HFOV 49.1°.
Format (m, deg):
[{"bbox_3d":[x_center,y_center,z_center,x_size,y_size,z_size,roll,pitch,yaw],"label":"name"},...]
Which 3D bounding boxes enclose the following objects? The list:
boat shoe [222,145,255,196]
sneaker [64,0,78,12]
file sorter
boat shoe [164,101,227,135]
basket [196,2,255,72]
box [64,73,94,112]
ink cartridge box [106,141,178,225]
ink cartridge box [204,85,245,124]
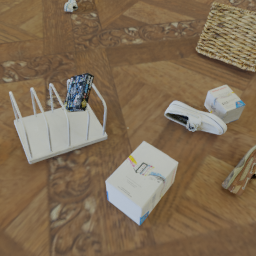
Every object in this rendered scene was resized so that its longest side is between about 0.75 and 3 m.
[{"bbox_3d":[3.255,1.125,7.555,0.623,0.658,1.737,39,71,22],"label":"boat shoe"},{"bbox_3d":[-2.527,-5.701,12.962,0.503,0.435,1.160,18,57,-2],"label":"sneaker"},{"bbox_3d":[-1.920,-0.360,7.939,2.335,1.454,1.620,-18,55,-24],"label":"file sorter"},{"bbox_3d":[2.011,-0.181,8.552,1.910,0.703,0.624,25,58,31],"label":"boat shoe"},{"bbox_3d":[4.253,-3.410,10.728,2.595,1.933,1.852,27,23,27],"label":"basket"},{"bbox_3d":[-1.298,-0.910,7.293,0.775,0.224,0.975,-1,73,45],"label":"box"},{"bbox_3d":[0.357,1.352,7.024,1.095,1.115,1.514,33,58,23],"label":"ink cartridge box"},{"bbox_3d":[3.034,-0.734,8.886,0.720,0.708,0.979,-19,55,-14],"label":"ink cartridge box"}]
